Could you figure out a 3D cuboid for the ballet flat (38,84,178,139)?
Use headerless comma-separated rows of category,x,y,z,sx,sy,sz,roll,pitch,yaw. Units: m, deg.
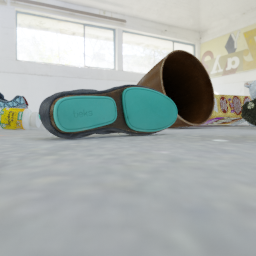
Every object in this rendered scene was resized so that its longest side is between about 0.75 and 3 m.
ballet flat,-0.274,-0.256,4.365,2.368,0.865,0.865,-5,5,-39

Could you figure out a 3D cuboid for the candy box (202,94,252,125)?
candy box,2.819,-0.570,9.297,2.732,0.771,1.594,-2,-8,-25

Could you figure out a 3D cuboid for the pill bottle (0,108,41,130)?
pill bottle,-2.499,-0.206,6.478,0.886,0.500,0.500,3,2,2

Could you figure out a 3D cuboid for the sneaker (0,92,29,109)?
sneaker,-5.073,-0.783,10.502,2.753,1.315,1.092,0,2,-5

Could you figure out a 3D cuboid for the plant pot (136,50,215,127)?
plant pot,0.934,-0.803,7.812,1.979,1.979,2.117,-2,-11,-38

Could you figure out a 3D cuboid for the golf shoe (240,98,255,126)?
golf shoe,3.754,-0.243,6.710,1.970,0.760,0.868,10,-7,38

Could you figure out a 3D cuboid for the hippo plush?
hippo plush,4.165,-0.744,8.281,1.403,1.416,1.761,0,2,-11
